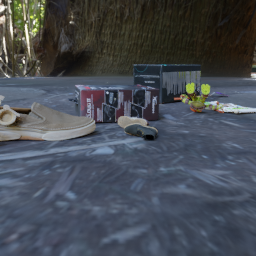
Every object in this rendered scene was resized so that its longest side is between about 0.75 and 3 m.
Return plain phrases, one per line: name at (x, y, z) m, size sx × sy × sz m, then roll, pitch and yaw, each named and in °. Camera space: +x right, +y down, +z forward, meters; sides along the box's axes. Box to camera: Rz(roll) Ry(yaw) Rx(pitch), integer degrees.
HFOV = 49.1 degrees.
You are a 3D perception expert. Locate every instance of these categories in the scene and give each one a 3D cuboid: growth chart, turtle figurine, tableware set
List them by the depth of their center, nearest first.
tableware set at (-2.929, -0.204, 5.816) m, size 1.002 × 0.139 × 1.199 m, roll 36°, pitch 62°, yaw 5°
turtle figurine at (2.363, -0.952, 9.727) m, size 1.891 × 0.609 × 1.525 m, roll 21°, pitch -17°, yaw 25°
growth chart at (3.785, -0.792, 10.703) m, size 1.707 × 0.209 × 2.359 m, roll -7°, pitch 15°, yaw -34°

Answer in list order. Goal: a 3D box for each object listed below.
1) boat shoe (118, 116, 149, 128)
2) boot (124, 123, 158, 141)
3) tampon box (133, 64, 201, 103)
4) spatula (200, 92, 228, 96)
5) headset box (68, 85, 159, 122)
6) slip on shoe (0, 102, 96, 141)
boat shoe at (0.146, -0.135, 7.454) m, size 0.924 × 0.332 × 0.299 m, roll 4°, pitch -1°, yaw 37°
boot at (0.272, 0.101, 6.430) m, size 0.789 × 0.306 × 0.546 m, roll 1°, pitch 17°, yaw 10°
tampon box at (1.892, -2.218, 13.616) m, size 2.692 × 1.700 × 2.018 m, roll -9°, pitch 15°, yaw -37°
spatula at (4.322, -1.810, 15.169) m, size 2.358 × 0.242 × 0.666 m, roll -3°, pitch 12°, yaw -5°
headset box at (-0.568, -0.841, 8.981) m, size 2.633 × 1.017 × 1.959 m, roll -1°, pitch 12°, yaw -14°
slip on shoe at (-2.085, -0.199, 6.533) m, size 2.639 × 0.799 × 1.003 m, roll -2°, pitch 12°, yaw -8°
